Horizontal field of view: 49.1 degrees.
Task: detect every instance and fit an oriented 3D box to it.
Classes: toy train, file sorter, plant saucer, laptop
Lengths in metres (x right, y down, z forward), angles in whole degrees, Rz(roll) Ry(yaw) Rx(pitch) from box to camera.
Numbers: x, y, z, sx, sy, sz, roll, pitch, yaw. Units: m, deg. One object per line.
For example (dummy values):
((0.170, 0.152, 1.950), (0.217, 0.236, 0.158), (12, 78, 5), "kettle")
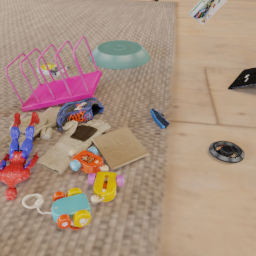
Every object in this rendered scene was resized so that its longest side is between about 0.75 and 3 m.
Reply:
((-1.108, 1.388, 6.396), (1.760, 0.652, 2.343), (17, 36, 25), "toy train")
((-2.503, -1.913, 9.597), (2.596, 1.628, 1.804), (-10, 34, 14), "file sorter")
((-0.399, -3.670, 13.575), (2.970, 0.534, 2.970), (0, 36, 0), "plant saucer")
((5.572, -1.622, 11.032), (2.422, 1.251, 2.146), (-5, 25, 42), "laptop")

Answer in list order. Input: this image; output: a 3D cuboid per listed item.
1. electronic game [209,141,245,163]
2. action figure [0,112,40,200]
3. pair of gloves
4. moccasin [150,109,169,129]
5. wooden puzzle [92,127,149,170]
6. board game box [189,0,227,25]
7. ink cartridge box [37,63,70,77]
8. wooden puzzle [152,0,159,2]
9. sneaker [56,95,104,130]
((2.732, 0.650, 7.754), (0.952, 0.198, 0.952), (2, 32, -1), "electronic game")
((-2.794, 0.677, 7.243), (0.861, 0.680, 2.631), (2, 43, -9), "action figure")
((-2.155, 0.103, 8.299), (2.714, 0.476, 2.307), (23, 42, 30), "pair of gloves")
((1.025, -0.312, 9.028), (0.309, 0.364, 0.905), (-24, 53, -10), "moccasin")
((-0.224, 0.558, 7.684), (1.153, 0.288, 1.245), (-19, 50, -28), "wooden puzzle")
((2.105, -3.152, 7.071), (0.666, 1.056, 0.183), (4, 49, -52), "board game box")
((-3.281, -2.652, 12.394), (1.046, 0.249, 1.059), (13, 39, 18), "ink cartridge box")
((1.224, -4.647, 8.682), (1.742, 0.206, 2.937), (-29, 2, 31), "wooden puzzle")
((-1.507, -0.500, 8.982), (0.752, 0.722, 1.916), (28, 46, 26), "sneaker")
